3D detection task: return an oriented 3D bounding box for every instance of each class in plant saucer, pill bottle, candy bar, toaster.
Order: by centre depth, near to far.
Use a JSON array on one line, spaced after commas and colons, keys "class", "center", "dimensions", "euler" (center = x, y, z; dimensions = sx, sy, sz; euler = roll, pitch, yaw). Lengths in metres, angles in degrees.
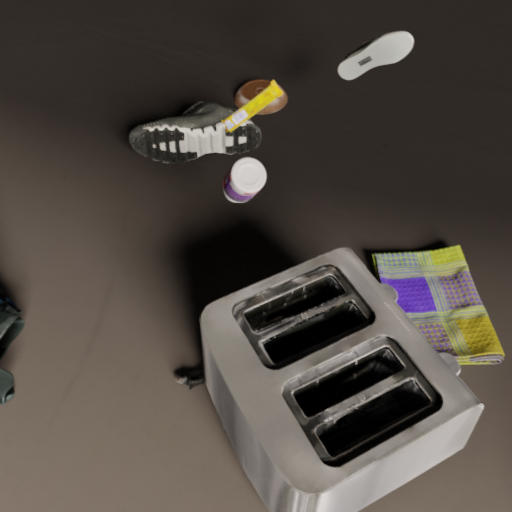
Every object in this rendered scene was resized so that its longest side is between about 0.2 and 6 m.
[{"class": "toaster", "center": [0.899, 1.853, 7.946], "dimensions": [3.397, 2.016, 3.072], "euler": [-22, 52, -17]}, {"class": "pill bottle", "center": [-0.224, -1.156, 8.875], "dimensions": [0.551, 0.989, 0.551], "euler": [2, 81, -14]}, {"class": "candy bar", "center": [-0.083, -2.580, 9.744], "dimensions": [1.195, 0.298, 0.132], "euler": [-35, 28, 7]}, {"class": "plant saucer", "center": [0.108, -4.049, 14.044], "dimensions": [1.356, 0.248, 1.356], "euler": [0, 51, 0]}]

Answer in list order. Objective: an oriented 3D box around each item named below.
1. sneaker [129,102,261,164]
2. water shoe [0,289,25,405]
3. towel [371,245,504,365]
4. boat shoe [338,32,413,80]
[{"class": "sneaker", "center": [-1.410, -2.843, 12.621], "dimensions": [2.888, 0.960, 1.306], "euler": [-7, 48, -11]}, {"class": "water shoe", "center": [-4.599, 1.027, 9.395], "dimensions": [1.329, 1.204, 3.369], "euler": [2, 54, -23]}, {"class": "towel", "center": [3.134, 0.850, 9.909], "dimensions": [1.837, 0.291, 2.558], "euler": [-3, 50, -1]}, {"class": "boat shoe", "center": [2.476, -4.267, 11.667], "dimensions": [1.702, 0.602, 0.542], "euler": [-12, 41, 39]}]
